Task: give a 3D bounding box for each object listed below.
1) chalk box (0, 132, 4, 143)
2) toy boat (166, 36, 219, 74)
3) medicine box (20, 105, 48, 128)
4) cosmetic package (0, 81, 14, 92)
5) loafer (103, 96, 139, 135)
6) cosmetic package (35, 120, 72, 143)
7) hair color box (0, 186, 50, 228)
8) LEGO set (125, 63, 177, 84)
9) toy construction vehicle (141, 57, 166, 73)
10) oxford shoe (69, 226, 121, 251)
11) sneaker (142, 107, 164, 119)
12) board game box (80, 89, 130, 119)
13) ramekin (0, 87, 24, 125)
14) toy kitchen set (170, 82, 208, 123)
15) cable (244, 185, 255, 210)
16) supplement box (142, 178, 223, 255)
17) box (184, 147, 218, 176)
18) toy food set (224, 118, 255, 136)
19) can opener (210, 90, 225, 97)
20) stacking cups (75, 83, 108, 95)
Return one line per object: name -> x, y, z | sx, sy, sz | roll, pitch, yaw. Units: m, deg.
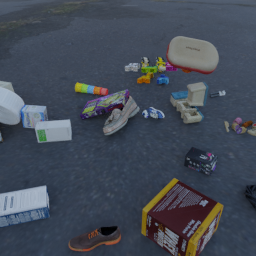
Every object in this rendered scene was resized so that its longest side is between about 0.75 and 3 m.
chalk box -> -5.971, 0.135, 10.677 | 1.872, 1.165, 1.159 | -20, 39, -29
toy boat -> 2.483, -2.674, 11.087 | 2.028, 1.326, 1.323 | 13, 67, 2
medicine box -> -3.910, -0.457, 11.742 | 0.948, 0.863, 0.488 | 4, 35, -1
cosmetic package -> -6.584, -1.006, 12.261 | 1.541, 1.088, 2.977 | 10, 35, 26
loafer -> -0.385, -0.571, 11.818 | 0.901, 0.788, 2.507 | -14, 19, 36
cosmetic package -> -2.929, 0.116, 11.117 | 1.301, 0.700, 0.552 | -5, 35, -5
hair color box -> -3.195, 2.293, 8.135 | 1.709, 0.517, 0.855 | -8, 36, -12
LEGO set -> 1.373, -3.053, 15.433 | 2.813, 1.073, 1.154 | 5, 31, 18
toy construction vehicle -> 1.553, -3.761, 16.910 | 1.486, 0.601, 1.707 | 4, 36, -13
oxford shoe -> -0.880, 2.834, 7.375 | 1.382, 0.501, 0.492 | -10, 36, -14
sneaker -> 1.068, -0.552, 12.398 | 0.674, 0.371, 0.921 | -33, 48, -30
board game box -> -1.026, -1.053, 12.451 | 2.115, 0.342, 1.269 | -14, 34, 22
ramekin -> -5.165, -0.931, 11.558 | 1.720, 1.720, 0.838 | 9, 62, 12
toy kitchen set -> 2.935, -1.506, 12.422 | 1.364, 1.855, 2.315 | -7, 35, -8
cable -> 4.291, 2.166, 8.424 | 1.310, 0.408, 1.605 | -18, 38, -24
supplement box -> 1.424, 2.452, 7.468 | 1.540, 1.023, 1.519 | 26, 42, 32
box -> 2.536, 1.154, 9.772 | 0.984, 0.522, 0.601 | 20, 39, 28
toy food set -> 4.981, -0.092, 11.790 | 1.657, 0.261, 1.054 | 4, 35, 6
can opener -> 4.537, -1.720, 14.218 | 0.912, 0.240, 0.303 | -13, 2, -20
stacking cups -> -1.841, -1.975, 14.347 | 1.656, 0.501, 0.501 | 9, 36, 8
